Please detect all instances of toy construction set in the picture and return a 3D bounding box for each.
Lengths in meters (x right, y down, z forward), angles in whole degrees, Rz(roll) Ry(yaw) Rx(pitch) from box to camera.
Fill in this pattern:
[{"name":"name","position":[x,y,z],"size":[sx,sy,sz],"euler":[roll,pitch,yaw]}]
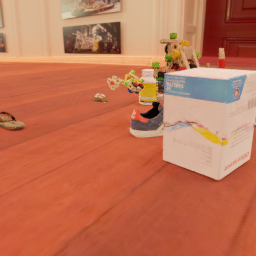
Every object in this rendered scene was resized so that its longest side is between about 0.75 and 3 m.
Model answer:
[{"name":"toy construction set","position":[2.265,-2.733,10.570],"size":[2.629,2.020,2.192],"euler":[0,-2,8]},{"name":"toy construction set","position":[0.017,-1.745,10.620],"size":[1.072,0.753,1.635],"euler":[48,37,16]}]

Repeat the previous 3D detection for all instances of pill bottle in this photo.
[{"name":"pill bottle","position":[1.029,-2.053,14.009],"size":[0.937,1.684,0.937],"euler":[0,18,0]}]

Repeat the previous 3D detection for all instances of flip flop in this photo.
[{"name":"flip flop","position":[-4.661,-0.335,10.640],"size":[1.869,0.538,0.758],"euler":[12,22,33]}]

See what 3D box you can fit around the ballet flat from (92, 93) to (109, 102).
[{"name":"ballet flat","position":[-1.473,-1.605,14.730],"size":[1.083,0.392,0.367],"euler":[14,23,36]}]

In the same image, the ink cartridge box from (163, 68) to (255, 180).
[{"name":"ink cartridge box","position":[2.135,-0.248,7.354],"size":[1.777,2.422,1.768],"euler":[-17,24,-42]}]

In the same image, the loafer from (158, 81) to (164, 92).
[{"name":"loafer","position":[3.015,-2.564,16.631],"size":[2.883,1.012,0.979],"euler":[11,21,29]}]

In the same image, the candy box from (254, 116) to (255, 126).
[{"name":"candy box","position":[5.516,-0.490,11.049],"size":[1.866,0.569,1.273],"euler":[3,18,8]}]

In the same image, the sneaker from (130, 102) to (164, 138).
[{"name":"sneaker","position":[1.374,-0.374,9.832],"size":[2.660,1.124,0.997],"euler":[-6,19,-19]}]

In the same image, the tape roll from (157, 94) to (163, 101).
[{"name":"tape roll","position":[1.505,-1.660,15.117],"size":[0.765,0.253,0.765],"euler":[-1,18,0]}]
